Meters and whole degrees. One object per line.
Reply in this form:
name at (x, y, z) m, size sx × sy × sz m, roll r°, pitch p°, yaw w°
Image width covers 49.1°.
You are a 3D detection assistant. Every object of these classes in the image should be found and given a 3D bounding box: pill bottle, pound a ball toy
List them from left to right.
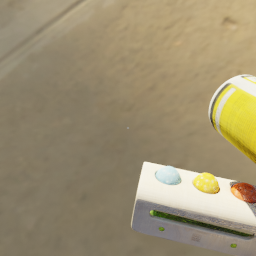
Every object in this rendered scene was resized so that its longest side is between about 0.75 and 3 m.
pound a ball toy at (1.567, 1.623, 5.108) m, size 2.924 × 1.906 × 1.242 m, roll 11°, pitch 114°, yaw 6°
pill bottle at (2.263, 0.023, 4.290) m, size 1.195 × 1.195 × 2.133 m, roll -20°, pitch 30°, yaw -6°
